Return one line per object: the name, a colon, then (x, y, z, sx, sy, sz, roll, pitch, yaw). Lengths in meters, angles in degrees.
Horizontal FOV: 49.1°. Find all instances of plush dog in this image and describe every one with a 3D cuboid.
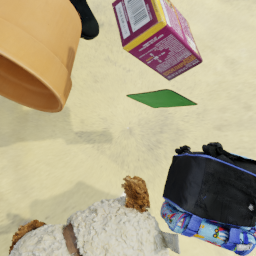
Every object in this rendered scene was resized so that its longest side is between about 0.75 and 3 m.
plush dog: (-0.668, 2.006, 4.258, 2.332, 2.178, 2.715, -18, 30, -20)

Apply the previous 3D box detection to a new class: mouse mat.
mouse mat: (0.762, -0.646, 6.427, 1.361, 1.096, 0.051, 1, 77, 47)

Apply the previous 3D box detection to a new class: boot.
boot: (-1.229, -3.680, 7.249, 2.482, 2.034, 0.918, 48, 54, -21)

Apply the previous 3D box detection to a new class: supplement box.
supplement box: (0.572, -1.730, 5.141, 0.831, 1.611, 1.054, -28, 62, 29)

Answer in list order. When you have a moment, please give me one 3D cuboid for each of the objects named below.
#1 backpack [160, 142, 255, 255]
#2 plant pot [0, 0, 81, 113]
backpack: (1.775, 1.203, 4.617, 2.147, 1.960, 1.444, 18, 83, -3)
plant pot: (-2.359, -1.933, 6.292, 2.935, 2.935, 2.054, 21, 72, 10)
